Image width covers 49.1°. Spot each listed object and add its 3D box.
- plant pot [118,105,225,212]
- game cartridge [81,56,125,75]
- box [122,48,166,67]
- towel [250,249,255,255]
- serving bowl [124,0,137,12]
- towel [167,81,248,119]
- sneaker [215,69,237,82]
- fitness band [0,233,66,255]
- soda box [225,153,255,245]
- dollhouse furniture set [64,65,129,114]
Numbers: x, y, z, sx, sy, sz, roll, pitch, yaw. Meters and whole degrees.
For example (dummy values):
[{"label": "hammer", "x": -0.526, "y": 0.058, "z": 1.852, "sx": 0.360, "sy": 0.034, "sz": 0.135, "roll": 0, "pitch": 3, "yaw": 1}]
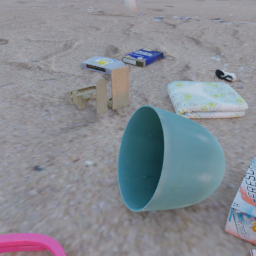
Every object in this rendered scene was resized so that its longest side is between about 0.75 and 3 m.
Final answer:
[{"label": "plant pot", "x": 1.006, "y": 0.755, "z": 6.284, "sx": 1.800, "sy": 2.243, "sz": 2.243, "roll": 10, "pitch": 27, "yaw": -23}, {"label": "game cartridge", "x": -1.231, "y": -3.207, "z": 14.216, "sx": 1.993, "sy": 0.403, "sz": 1.329, "roll": 19, "pitch": 33, "yaw": 27}, {"label": "box", "x": 0.945, "y": -3.931, "z": 15.363, "sx": 1.412, "sy": 0.378, "sz": 2.332, "roll": 22, "pitch": 37, "yaw": 31}, {"label": "towel", "x": 2.795, "y": 2.593, "z": 5.172, "sx": 0.915, "sy": 0.104, "sz": 0.659, "roll": 3, "pitch": 34, "yaw": 7}, {"label": "serving bowl", "x": 0.026, "y": -3.959, "z": 8.653, "sx": 0.257, "sy": 0.782, "sz": 0.782, "roll": -20, "pitch": 33, "yaw": 0}, {"label": "towel", "x": 2.916, "y": -1.131, "z": 10.637, "sx": 2.573, "sy": 0.620, "sz": 2.203, "roll": -2, "pitch": 31, "yaw": -3}, {"label": "sneaker", "x": 4.595, "y": -2.441, "z": 13.051, "sx": 0.591, "sy": 0.388, "sz": 1.028, "roll": -15, "pitch": 42, "yaw": -38}, {"label": "fitness band", "x": -2.102, "y": 2.582, "z": 4.920, "sx": 2.075, "sy": 0.388, "sz": 1.490, "roll": -3, "pitch": 32, "yaw": -2}, {"label": "soda box", "x": 2.907, "y": 1.472, "z": 6.313, "sx": 0.715, "sy": 0.769, "sz": 2.250, "roll": 19, "pitch": 37, "yaw": 27}, {"label": "dollhouse furniture set", "x": -1.250, "y": -1.688, "z": 10.623, "sx": 1.826, "sy": 1.564, "sz": 1.920, "roll": -20, "pitch": 37, "yaw": -29}]
